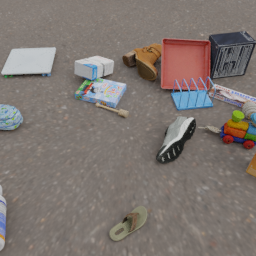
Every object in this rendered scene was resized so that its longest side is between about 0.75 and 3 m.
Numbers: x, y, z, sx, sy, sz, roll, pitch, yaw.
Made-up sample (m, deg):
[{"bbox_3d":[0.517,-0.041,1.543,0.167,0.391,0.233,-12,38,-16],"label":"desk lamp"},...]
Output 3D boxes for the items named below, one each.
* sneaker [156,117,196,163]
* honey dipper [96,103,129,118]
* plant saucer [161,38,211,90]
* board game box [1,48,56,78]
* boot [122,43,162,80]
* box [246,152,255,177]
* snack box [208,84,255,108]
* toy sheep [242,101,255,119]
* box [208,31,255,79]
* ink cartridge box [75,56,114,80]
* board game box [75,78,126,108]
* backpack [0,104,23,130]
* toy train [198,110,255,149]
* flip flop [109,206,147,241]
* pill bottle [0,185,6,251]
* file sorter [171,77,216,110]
[{"bbox_3d":[1.697,0.422,10.520,0.894,0.834,2.255,19,55,36],"label":"sneaker"},{"bbox_3d":[-0.718,-0.823,12.154,1.596,0.303,0.303,21,49,22],"label":"honey dipper"},{"bbox_3d":[2.676,-2.962,13.224,2.347,2.343,0.431,1,1,-8],"label":"plant saucer"},{"bbox_3d":[-5.120,-3.465,14.752,2.413,0.312,2.412,-3,46,-2],"label":"board game box"},{"bbox_3d":[1.212,-3.484,14.340,2.050,1.013,2.641,-29,39,-21],"label":"boot"},{"bbox_3d":[4.744,1.057,9.419,0.926,1.488,0.725,30,52,26],"label":"box"},{"bbox_3d":[4.778,-1.395,12.732,2.060,0.250,0.741,24,50,22],"label":"snack box"},{"bbox_3d":[5.181,-0.751,11.811,0.736,0.736,1.068,1,43,1],"label":"toy sheep"},{"bbox_3d":[4.862,-3.561,13.710,1.896,1.911,1.178,-9,47,-9],"label":"box"},{"bbox_3d":[-1.632,-2.958,13.670,1.170,0.675,1.602,25,34,29],"label":"ink cartridge box"},{"bbox_3d":[-1.243,-1.699,12.960,1.962,0.359,1.484,15,47,13],"label":"board game box"},{"bbox_3d":[-4.997,-0.422,11.346,1.395,1.073,1.138,20,43,5],"label":"backpack"},{"bbox_3d":[3.936,-0.138,10.650,2.237,1.294,0.947,14,46,7],"label":"toy train"},{"bbox_3d":[0.034,2.838,8.419,1.391,0.400,0.564,-28,52,-25],"label":"flip flop"},{"bbox_3d":[-4.159,2.592,8.181,1.090,1.090,1.944,-11,47,-11],"label":"pill bottle"},{"bbox_3d":[2.883,-1.577,12.400,1.618,0.993,1.123,-6,45,-6],"label":"file sorter"}]
